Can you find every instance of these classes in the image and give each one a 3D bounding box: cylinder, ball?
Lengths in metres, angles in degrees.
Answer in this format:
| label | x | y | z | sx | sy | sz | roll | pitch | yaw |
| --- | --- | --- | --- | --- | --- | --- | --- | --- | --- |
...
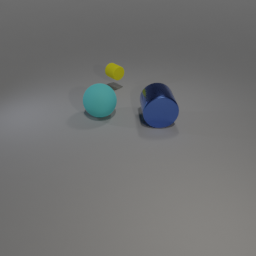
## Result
| label | x | y | z | sx | sy | sz | roll | pitch | yaw |
| --- | --- | --- | --- | --- | --- | --- | --- | --- | --- |
| cylinder | -0.659 | -2.784 | 13.825 | 0.700 | 0.700 | 0.700 | -23 | 40 | -33 |
| ball | -1.165 | -1.139 | 11.605 | 1.400 | 1.400 | 1.400 | 0 | 32 | 0 |
| cylinder | 1.233 | -0.929 | 11.326 | 1.400 | 1.400 | 1.400 | -2 | 31 | -3 |
